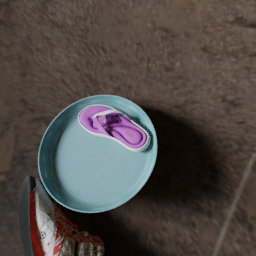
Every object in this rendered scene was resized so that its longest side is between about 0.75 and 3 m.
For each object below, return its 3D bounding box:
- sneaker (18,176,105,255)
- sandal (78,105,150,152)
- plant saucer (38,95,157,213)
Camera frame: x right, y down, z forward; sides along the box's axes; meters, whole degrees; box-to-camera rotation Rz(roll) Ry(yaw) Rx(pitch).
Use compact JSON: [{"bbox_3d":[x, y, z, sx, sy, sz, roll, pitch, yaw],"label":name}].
[{"bbox_3d":[-1.539,2.463,6.483,1.596,0.994,2.977,5,46,-36],"label":"sneaker"},{"bbox_3d":[-0.365,-0.119,6.716,2.024,0.497,0.824,23,73,22],"label":"sandal"},{"bbox_3d":[-0.725,0.549,6.685,2.891,0.396,2.891,-5,66,10],"label":"plant saucer"}]
